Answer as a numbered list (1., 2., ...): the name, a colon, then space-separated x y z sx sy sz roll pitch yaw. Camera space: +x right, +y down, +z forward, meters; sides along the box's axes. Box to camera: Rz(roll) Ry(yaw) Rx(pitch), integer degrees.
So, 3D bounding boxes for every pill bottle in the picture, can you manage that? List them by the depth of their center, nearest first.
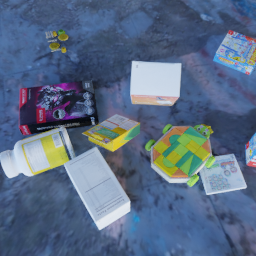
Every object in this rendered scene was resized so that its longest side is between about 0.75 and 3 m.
1. pill bottle: -2.805 0.807 8.820 2.082 1.166 1.166 -19 61 -12

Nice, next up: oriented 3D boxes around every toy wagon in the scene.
1. toy wagon: 1.889 0.627 9.216 2.520 0.499 1.956 -41 64 -19

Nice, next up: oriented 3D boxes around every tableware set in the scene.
1. tableware set: -3.004 -3.755 12.118 0.919 0.209 1.365 -17 60 -13

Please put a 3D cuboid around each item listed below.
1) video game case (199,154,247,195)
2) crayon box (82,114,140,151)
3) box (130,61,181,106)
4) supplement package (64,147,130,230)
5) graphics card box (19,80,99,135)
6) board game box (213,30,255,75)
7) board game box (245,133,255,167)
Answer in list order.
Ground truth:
1. video game case: 2.985 1.465 9.018 1.293 0.153 1.177 -8 60 -5
2. crayon box: -0.506 0.167 8.896 1.036 0.425 1.648 22 35 32
3. box: 0.886 -1.440 9.522 1.543 2.026 1.077 4 87 3
4. supplement package: -0.897 1.778 8.289 1.123 1.081 1.974 -27 63 -15
5. graphics card box: -2.468 -0.758 10.001 2.683 0.682 1.683 -7 57 -7
6. board game box: 4.610 -3.146 11.581 1.588 0.453 1.621 27 63 15
7. board game box: 5.320 0.447 8.094 2.834 2.774 0.792 10 60 7
